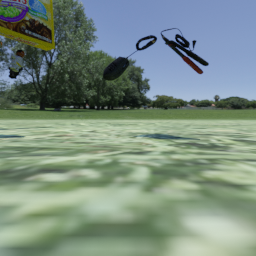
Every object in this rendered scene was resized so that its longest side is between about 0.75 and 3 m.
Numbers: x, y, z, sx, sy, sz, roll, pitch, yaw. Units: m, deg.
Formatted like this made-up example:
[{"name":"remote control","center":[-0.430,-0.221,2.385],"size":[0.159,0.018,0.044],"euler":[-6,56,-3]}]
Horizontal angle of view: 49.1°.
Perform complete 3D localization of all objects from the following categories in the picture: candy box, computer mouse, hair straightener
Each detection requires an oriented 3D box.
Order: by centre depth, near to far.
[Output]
[{"name":"candy box","center":[-2.787,-2.865,6.490],"size":[0.385,1.491,2.917],"euler":[-5,0,24]},{"name":"hair straightener","center":[1.943,-2.693,9.435],"size":[1.969,0.758,0.403],"euler":[38,-4,-3]},{"name":"computer mouse","center":[0.101,-2.473,10.057],"size":[2.384,0.406,0.699],"euler":[-38,-34,9]}]

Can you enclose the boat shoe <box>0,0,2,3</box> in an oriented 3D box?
[{"name":"boat shoe","center":[-2.198,-1.735,4.018],"size":[1.770,0.575,0.639],"euler":[-17,-13,34]}]

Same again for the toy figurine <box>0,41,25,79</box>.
[{"name":"toy figurine","center":[-2.966,-1.686,6.821],"size":[0.869,0.604,0.855],"euler":[21,-20,-22]}]
